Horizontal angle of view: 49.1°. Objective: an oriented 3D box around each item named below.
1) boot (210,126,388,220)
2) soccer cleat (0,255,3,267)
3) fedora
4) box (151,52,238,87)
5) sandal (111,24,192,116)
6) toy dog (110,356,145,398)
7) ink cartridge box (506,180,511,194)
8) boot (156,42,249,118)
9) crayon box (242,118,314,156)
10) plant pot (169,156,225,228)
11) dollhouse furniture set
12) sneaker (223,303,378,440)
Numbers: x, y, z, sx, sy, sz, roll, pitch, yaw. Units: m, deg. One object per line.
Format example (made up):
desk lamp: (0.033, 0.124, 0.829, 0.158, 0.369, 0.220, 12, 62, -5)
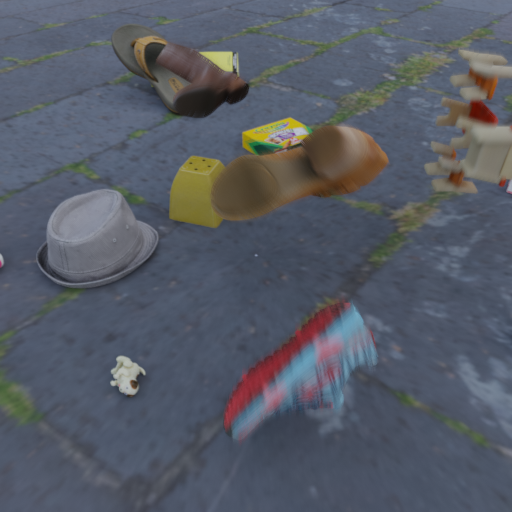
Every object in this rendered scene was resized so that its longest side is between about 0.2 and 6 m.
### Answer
boot: (0.723, -1.245, 8.887, 1.997, 2.572, 0.986, -3, 67, -59)
soccer cleat: (-4.977, -0.146, 9.614, 1.571, 0.549, 0.678, 7, 38, 10)
fedora: (-2.778, -0.452, 9.643, 1.956, 0.998, 2.211, 17, 41, 21)
box: (-1.768, -5.261, 15.843, 2.534, 0.954, 0.635, 0, 80, -1)
sandal: (-2.636, -5.091, 14.796, 1.365, 0.912, 3.341, -34, 73, -9)
toy dog: (-1.719, 1.663, 7.500, 0.468, 0.337, 0.483, 24, 25, -30)
ink cartridge box: (5.768, -1.570, 11.562, 0.750, 0.437, 1.030, 27, 43, 30)
boot: (-1.289, -3.164, 9.812, 1.821, 0.585, 1.697, 41, 41, 24)
crayon box: (0.605, -2.670, 12.998, 1.433, 0.418, 1.236, -23, 43, -27)
plant pot: (-1.055, -1.300, 10.717, 1.009, 1.039, 1.016, 12, 40, 15)
dollhouse furniture set: (3.767, -1.973, 9.169, 1.114, 2.163, 2.140, 5, 35, -2)
sneaker: (0.577, 1.529, 6.509, 2.082, 0.994, 0.826, -39, 10, -4)
